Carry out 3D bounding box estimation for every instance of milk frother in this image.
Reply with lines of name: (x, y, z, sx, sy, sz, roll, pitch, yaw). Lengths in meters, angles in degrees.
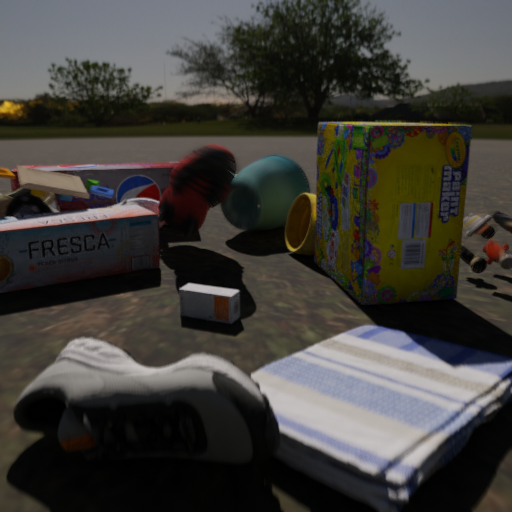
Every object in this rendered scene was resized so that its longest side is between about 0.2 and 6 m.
milk frother: (-4.005, -0.363, 9.804, 1.198, 1.081, 1.127, -20, -8, -4)

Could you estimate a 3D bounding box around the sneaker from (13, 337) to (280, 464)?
sneaker: (-0.860, 1.233, 4.232, 2.254, 0.833, 0.894, 1, 23, 29)

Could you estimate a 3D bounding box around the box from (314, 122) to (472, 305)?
box: (1.877, -0.780, 8.403, 1.452, 2.380, 2.292, -3, 15, -11)

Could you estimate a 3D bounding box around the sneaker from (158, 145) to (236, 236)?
sneaker: (-0.957, -1.413, 10.016, 0.999, 1.380, 2.825, 31, -24, -10)

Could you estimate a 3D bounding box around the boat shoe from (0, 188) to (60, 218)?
boat shoe: (-4.857, -0.604, 10.135, 1.248, 1.142, 3.339, 5, 16, 15)

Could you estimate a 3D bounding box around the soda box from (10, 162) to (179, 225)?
soda box: (-3.320, -1.361, 12.550, 3.864, 1.353, 1.225, -3, 15, -12)

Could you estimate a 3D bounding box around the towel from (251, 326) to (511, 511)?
towel: (1.065, 1.223, 5.010, 1.941, 0.315, 2.643, 11, 17, 42)

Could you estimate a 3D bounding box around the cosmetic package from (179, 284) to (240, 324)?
cosmetic package: (-0.595, 0.604, 7.144, 0.745, 0.378, 0.266, 6, 17, 23)

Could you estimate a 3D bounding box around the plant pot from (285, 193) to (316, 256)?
plant pot: (1.210, -0.500, 10.168, 1.036, 1.102, 1.102, 12, 10, -20)

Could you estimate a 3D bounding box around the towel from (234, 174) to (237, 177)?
towel: (-1.548, -2.318, 17.684, 2.341, 0.564, 2.004, -10, 19, -33)

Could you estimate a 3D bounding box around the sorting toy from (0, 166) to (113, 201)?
sorting toy: (-3.526, -1.201, 9.610, 2.085, 0.284, 1.174, 8, 19, -31)

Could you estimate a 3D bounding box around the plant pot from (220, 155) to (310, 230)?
plant pot: (0.095, -1.241, 11.822, 1.592, 1.592, 1.495, 10, 21, 32)

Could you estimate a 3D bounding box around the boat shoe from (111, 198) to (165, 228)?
boat shoe: (-2.824, -0.602, 10.766, 2.272, 0.839, 0.969, -7, 17, -11)

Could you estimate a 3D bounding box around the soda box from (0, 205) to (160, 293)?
soda box: (-3.088, -0.158, 8.863, 3.016, 0.959, 1.031, -9, 18, -32)

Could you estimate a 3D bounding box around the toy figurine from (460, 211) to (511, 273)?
toy figurine: (3.643, -0.213, 8.710, 0.891, 0.877, 0.620, -3, 30, -18)
